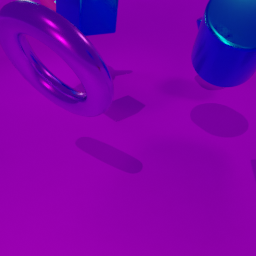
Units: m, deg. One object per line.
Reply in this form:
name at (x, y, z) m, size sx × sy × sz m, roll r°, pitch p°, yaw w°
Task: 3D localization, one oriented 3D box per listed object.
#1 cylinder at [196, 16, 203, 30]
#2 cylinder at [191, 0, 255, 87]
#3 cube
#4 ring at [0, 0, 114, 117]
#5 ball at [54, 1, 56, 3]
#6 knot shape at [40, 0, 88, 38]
cylinder at (2.414, -2.651, 7.680) m, size 0.902 × 0.902 × 0.902 m, roll -17°, pitch 22°, yaw 7°
cylinder at (1.953, -1.633, 5.186) m, size 1.335 × 1.335 × 1.335 m, roll -1°, pitch 72°, yaw 2°
cube at (-0.760, -2.251, 5.174) m, size 0.839 × 0.839 × 0.839 m, roll -21°, pitch 42°, yaw -37°
ring at (-1.002, -0.855, 3.873) m, size 1.874 × 1.874 × 0.375 m, roll 22°, pitch 63°, yaw 29°
ball at (-1.997, -3.485, 8.851) m, size 1.086 × 1.086 × 1.086 m, roll 0°, pitch 35°, yaw 0°
knot shape at (-1.529, -3.410, 7.635) m, size 1.873 × 2.002 × 0.925 m, roll 39°, pitch 16°, yaw -5°
